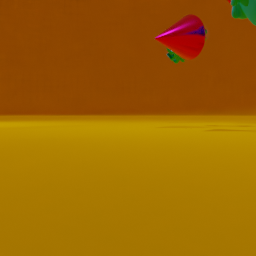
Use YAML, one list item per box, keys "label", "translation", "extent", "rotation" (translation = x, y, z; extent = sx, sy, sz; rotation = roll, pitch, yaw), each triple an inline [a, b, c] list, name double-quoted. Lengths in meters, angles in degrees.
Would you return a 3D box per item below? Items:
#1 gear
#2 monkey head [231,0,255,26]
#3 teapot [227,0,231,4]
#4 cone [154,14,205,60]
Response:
- label: "gear"
  translation: [1.911, -2.742, 9.117]
  extent: [1.411, 0.261, 1.411]
  rotation: [-27, -26, -14]
- label: "monkey head"
  translation: [2.501, -2.497, 5.003]
  extent: [1.079, 1.288, 1.790]
  rotation: [14, -7, 25]
- label: "teapot"
  translation: [2.734, -3.880, 7.179]
  extent: [0.760, 0.965, 1.553]
  rotation: [-1, -42, 21]
- label: "cone"
  translation: [1.028, -2.076, 6.463]
  extent: [1.046, 1.042, 1.042]
  rotation: [-12, 8, -30]
